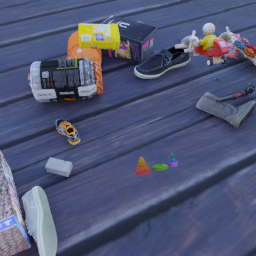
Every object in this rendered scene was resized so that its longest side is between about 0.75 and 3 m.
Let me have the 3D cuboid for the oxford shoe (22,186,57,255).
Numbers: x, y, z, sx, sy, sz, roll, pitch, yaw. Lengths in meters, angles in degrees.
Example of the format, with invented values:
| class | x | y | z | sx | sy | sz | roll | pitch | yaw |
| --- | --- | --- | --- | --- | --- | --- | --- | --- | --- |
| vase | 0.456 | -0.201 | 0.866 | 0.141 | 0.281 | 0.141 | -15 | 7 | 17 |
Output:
| class | x | y | z | sx | sy | sz | roll | pitch | yaw |
| --- | --- | --- | --- | --- | --- | --- | --- | --- | --- |
| oxford shoe | -2.375 | 2.539 | 7.399 | 0.619 | 0.806 | 2.144 | -27 | 51 | -3 |

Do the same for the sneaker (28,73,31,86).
| class | x | y | z | sx | sy | sz | roll | pitch | yaw |
| --- | --- | --- | --- | --- | --- | --- | --- | --- | --- |
| sneaker | -3.392 | -2.261 | 11.819 | 1.650 | 0.697 | 0.619 | -26 | 52 | -23 |

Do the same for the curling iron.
| class | x | y | z | sx | sy | sz | roll | pitch | yaw |
| --- | --- | --- | --- | --- | --- | --- | --- | --- | --- |
| curling iron | 4.137 | -1.323 | 10.829 | 2.249 | 0.557 | 0.287 | -18 | 47 | -29 |

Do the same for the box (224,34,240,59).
| class | x | y | z | sx | sy | sz | roll | pitch | yaw |
| --- | --- | --- | --- | --- | --- | --- | --- | --- | --- |
| box | 4.986 | -3.950 | 13.422 | 0.601 | 0.627 | 1.258 | 10 | 47 | 9 |

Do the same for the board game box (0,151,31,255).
| class | x | y | z | sx | sy | sz | roll | pitch | yaw |
| --- | --- | --- | --- | --- | --- | --- | --- | --- | --- |
| board game box | -4.130 | 2.118 | 7.306 | 2.254 | 1.369 | 2.828 | -21 | 50 | -18 |

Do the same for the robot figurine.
| class | x | y | z | sx | sy | sz | roll | pitch | yaw |
| --- | --- | --- | --- | --- | --- | --- | --- | --- | --- |
| robot figurine | -1.894 | -3.314 | 12.273 | 1.812 | 1.469 | 2.519 | -4 | 47 | -6 |

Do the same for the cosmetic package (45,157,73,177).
| class | x | y | z | sx | sy | sz | roll | pitch | yaw |
| --- | --- | --- | --- | --- | --- | --- | --- | --- | --- |
| cosmetic package | -2.175 | 1.234 | 8.848 | 0.757 | 0.341 | 0.404 | 12 | 52 | 7 |

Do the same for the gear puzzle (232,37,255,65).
| class | x | y | z | sx | sy | sz | roll | pitch | yaw |
| --- | --- | --- | --- | --- | --- | --- | --- | --- | --- |
| gear puzzle | 5.802 | -3.259 | 12.549 | 2.367 | 0.310 | 1.226 | 45 | 49 | 12 |

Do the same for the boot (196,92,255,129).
| class | x | y | z | sx | sy | sz | roll | pitch | yaw |
| --- | --- | --- | --- | --- | --- | --- | --- | --- | --- |
| boot | 3.749 | -0.859 | 10.667 | 1.620 | 0.646 | 1.781 | -35 | 49 | -30 |

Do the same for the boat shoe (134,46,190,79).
| class | x | y | z | sx | sy | sz | roll | pitch | yaw |
| --- | --- | --- | --- | --- | --- | --- | --- | --- | --- |
| boat shoe | 1.542 | -3.009 | 12.382 | 2.902 | 0.903 | 1.083 | -23 | 53 | -18 |

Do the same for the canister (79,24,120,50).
| class | x | y | z | sx | sy | sz | roll | pitch | yaw |
| --- | --- | --- | --- | --- | --- | --- | --- | --- | --- |
| canister | -0.626 | -1.963 | 5.994 | 0.824 | 0.357 | 0.612 | -2 | 57 | -12 |

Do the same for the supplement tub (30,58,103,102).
| class | x | y | z | sx | sy | sz | roll | pitch | yaw |
| --- | --- | --- | --- | --- | --- | --- | --- | --- | --- |
| supplement tub | -2.302 | -1.862 | 10.848 | 2.579 | 1.580 | 1.580 | -5 | 47 | -4 |

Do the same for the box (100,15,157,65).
| class | x | y | z | sx | sy | sz | roll | pitch | yaw |
| --- | --- | --- | --- | --- | --- | --- | --- | --- | --- |
| box | -0.110 | -4.115 | 13.097 | 2.493 | 1.322 | 1.524 | 22 | 51 | 18 |

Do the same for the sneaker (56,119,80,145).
| class | x | y | z | sx | sy | sz | roll | pitch | yaw |
| --- | --- | --- | --- | --- | --- | --- | --- | --- | --- |
| sneaker | -2.126 | 0.019 | 9.853 | 0.512 | 0.505 | 1.307 | -35 | 55 | -26 |

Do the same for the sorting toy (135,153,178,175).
| class | x | y | z | sx | sy | sz | roll | pitch | yaw |
| --- | --- | --- | --- | --- | --- | --- | --- | --- | --- |
| sorting toy | 0.741 | 0.890 | 7.309 | 1.251 | 0.431 | 0.434 | -10 | 3 | -25 |

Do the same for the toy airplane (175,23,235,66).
| class | x | y | z | sx | sy | sz | roll | pitch | yaw |
| --- | --- | --- | --- | --- | --- | --- | --- | --- | --- |
| toy airplane | 2.864 | -3.150 | 10.253 | 1.897 | 1.344 | 1.905 | 12 | 32 | 24 |
